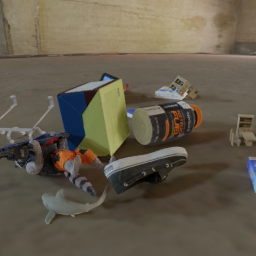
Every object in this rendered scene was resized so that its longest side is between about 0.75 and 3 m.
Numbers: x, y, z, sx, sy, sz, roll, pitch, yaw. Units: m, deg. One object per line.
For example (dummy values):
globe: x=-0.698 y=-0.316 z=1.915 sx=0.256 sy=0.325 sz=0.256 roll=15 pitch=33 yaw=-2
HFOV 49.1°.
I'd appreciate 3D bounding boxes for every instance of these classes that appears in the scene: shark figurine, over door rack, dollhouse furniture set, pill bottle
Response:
shark figurine: x=-1.221 y=1.552 z=6.010 sx=1.526 sy=0.637 sz=0.911 roll=0 pitch=21 yaw=4
over door rack: x=-3.942 y=-0.273 z=10.582 sx=1.782 sy=0.803 sz=2.412 roll=2 pitch=40 yaw=6
dollhouse furniture set: x=4.213 y=0.086 z=9.852 sx=1.144 sy=0.810 sz=1.245 roll=3 pitch=19 yaw=11
dollhouse furniture set: x=3.195 y=-2.182 z=15.958 sx=1.260 sy=0.883 sz=0.888 roll=33 pitch=10 yaw=-38
pill bottle: x=1.471 y=-0.252 z=10.052 sx=2.474 sy=1.314 sz=1.314 roll=-12 pitch=22 yaw=-29

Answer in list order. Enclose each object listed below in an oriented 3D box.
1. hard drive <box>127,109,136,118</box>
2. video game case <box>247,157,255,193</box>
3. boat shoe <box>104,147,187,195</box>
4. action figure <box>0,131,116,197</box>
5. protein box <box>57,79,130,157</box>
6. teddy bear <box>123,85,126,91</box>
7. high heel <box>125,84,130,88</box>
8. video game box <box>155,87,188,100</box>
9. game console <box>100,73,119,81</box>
hard drive: x=0.991 y=-0.476 z=12.078 sx=1.368 sy=0.263 sz=2.074 roll=-6 pitch=19 yaw=-33
video game case: x=3.914 y=1.250 z=7.253 sx=1.349 sy=0.338 sz=1.489 roll=4 pitch=20 yaw=13
boat shoe: x=0.575 y=1.050 z=6.912 sx=2.477 sy=0.850 sz=0.701 roll=-8 pitch=62 yaw=-34
action figure: x=-2.004 y=0.902 z=6.949 sx=2.567 sy=1.388 sz=2.653 roll=4 pitch=10 yaw=31
protein box: x=-0.994 y=-0.382 z=9.021 sx=1.384 sy=2.037 sz=2.052 roll=-3 pitch=17 yaw=18
teddy bear: x=-1.041 y=-2.369 z=17.203 sx=1.691 sy=0.779 sz=2.332 roll=-4 pitch=11 yaw=-32
high heel: x=-0.242 y=-2.805 z=18.866 sx=0.762 sy=0.257 sz=0.365 roll=-8 pitch=10 yaw=-7
video game box: x=2.621 y=-2.095 z=16.691 sx=1.598 sy=0.411 sz=1.754 roll=10 pitch=22 yaw=20
game console: x=-1.823 y=-2.087 z=15.185 sx=1.474 sy=2.228 sz=2.533 roll=22 pitch=8 yaw=-30
